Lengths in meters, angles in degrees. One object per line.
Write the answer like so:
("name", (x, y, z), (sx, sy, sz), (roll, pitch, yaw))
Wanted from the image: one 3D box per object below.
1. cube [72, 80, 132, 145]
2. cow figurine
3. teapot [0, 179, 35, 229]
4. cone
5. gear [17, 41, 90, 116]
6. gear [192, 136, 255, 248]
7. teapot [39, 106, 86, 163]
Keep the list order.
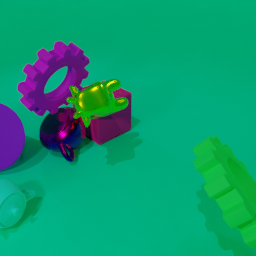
("cube", (-0.723, -0.472, 7.856), (1.200, 1.200, 1.200), (-26, 40, -35))
("cow figurine", (-0.750, -0.524, 5.960), (1.550, 0.865, 1.575), (-24, 4, -38))
("teapot", (-2.248, 1.413, 5.001), (0.699, 0.888, 1.428), (13, 16, 25))
("cone", (-3.038, 0.176, 7.104), (1.588, 1.588, 1.594), (3, 2, 4))
("gear", (-1.612, -1.073, 6.296), (0.325, 1.758, 1.758), (40, 45, 17))
("gear", (1.670, 0.929, 4.289), (0.324, 1.751, 1.751), (-39, 27, 24))
("teapot", (-1.620, 0.055, 7.205), (1.220, 0.961, 1.963), (-30, 47, 13))
